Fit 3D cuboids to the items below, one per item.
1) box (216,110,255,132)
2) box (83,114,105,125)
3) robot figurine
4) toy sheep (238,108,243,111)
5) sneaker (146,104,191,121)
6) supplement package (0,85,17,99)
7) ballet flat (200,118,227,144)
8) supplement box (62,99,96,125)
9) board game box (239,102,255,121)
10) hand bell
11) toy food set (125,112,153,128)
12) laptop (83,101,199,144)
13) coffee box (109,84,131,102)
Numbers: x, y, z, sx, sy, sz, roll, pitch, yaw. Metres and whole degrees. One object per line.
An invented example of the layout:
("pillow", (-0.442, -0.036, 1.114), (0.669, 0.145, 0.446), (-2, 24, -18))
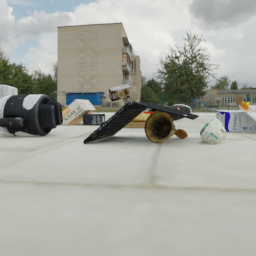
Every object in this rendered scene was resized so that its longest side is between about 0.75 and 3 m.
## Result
("box", (4.072, -0.269, 10.294), (1.392, 0.730, 1.280), (1, 5, 3))
("box", (-1.655, -0.428, 13.746), (0.944, 0.554, 0.928), (0, 4, 7))
("robot figurine", (-2.996, -0.362, 8.407), (2.003, 1.250, 1.505), (1, -23, 11))
("toy sheep", (4.639, -0.369, 11.422), (0.823, 0.823, 1.194), (-2, 10, -26))
("sneaker", (2.536, -0.869, 17.373), (2.931, 1.036, 1.454), (-5, 6, 4))
("supplement package", (-6.257, -0.945, 12.099), (2.458, 1.807, 2.350), (1, 4, -13))
("ballet flat", (2.192, 0.133, 7.084), (0.621, 0.621, 1.732), (2, 7, 23))
("supplement box", (-2.537, -0.808, 14.234), (1.218, 0.711, 1.933), (-39, -3, 11))
("board game box", (4.814, -0.355, 9.152), (1.703, 0.220, 1.703), (-2, 36, -22))
("hand bell", (1.166, 0.076, 7.250), (0.799, 0.799, 1.534), (3, -6, 37))
("toy food set", (0.631, -0.408, 12.710), (2.734, 0.665, 2.706), (-3, 5, -26))
("laptop", (0.428, -0.008, 7.023), (2.328, 1.203, 2.064), (-39, -8, 16))
("coffee box", (-0.375, -1.617, 12.860), (0.950, 0.537, 0.379), (-17, 35, -16))
